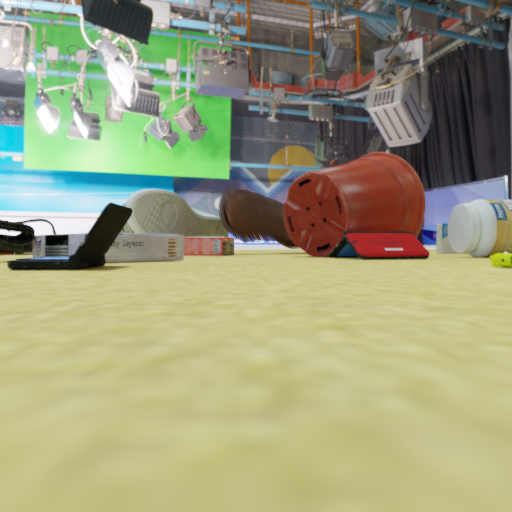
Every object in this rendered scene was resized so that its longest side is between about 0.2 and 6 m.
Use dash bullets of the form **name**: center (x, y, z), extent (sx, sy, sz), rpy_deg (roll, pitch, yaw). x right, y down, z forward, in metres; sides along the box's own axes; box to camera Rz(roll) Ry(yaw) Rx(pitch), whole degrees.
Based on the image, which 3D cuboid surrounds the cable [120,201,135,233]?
- **cable**: center (-2.609, -0.804, 13.662), extent (1.683, 0.583, 1.684), rpy_deg (-26, -33, -17)

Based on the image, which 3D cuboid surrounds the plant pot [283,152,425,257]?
- **plant pot**: center (1.598, -0.798, 9.690), extent (1.855, 1.908, 1.908), rpy_deg (-13, 9, -42)

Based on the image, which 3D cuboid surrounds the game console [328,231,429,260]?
- **game console**: center (1.800, -0.002, 8.326), extent (1.132, 0.672, 0.976), rpy_deg (-1, 33, -17)

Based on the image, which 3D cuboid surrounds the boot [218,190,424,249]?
- **boot**: center (1.455, -0.869, 11.495), extent (3.494, 1.122, 3.256), rpy_deg (-4, -9, 39)

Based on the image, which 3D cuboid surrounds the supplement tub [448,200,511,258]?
- **supplement tub**: center (3.899, -0.440, 9.071), extent (1.304, 0.943, 0.943), rpy_deg (-1, 1, -9)

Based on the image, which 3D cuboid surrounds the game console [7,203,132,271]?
- **game console**: center (-1.714, -0.179, 5.302), extent (0.919, 0.608, 1.045), rpy_deg (0, 1, -1)

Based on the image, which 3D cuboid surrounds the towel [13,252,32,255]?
- **towel**: center (-5.226, -0.193, 11.178), extent (2.090, 0.360, 1.385), rpy_deg (0, 2, -25)

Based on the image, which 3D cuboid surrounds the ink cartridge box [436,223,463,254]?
- **ink cartridge box**: center (4.507, -0.382, 12.375), extent (0.940, 0.680, 0.396), rpy_deg (0, 1, -1)

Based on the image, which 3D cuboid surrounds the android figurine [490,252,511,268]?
- **android figurine**: center (2.607, 0.049, 5.396), extent (0.694, 0.157, 0.763), rpy_deg (-1, 3, -17)

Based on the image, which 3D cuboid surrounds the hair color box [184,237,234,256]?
- **hair color box**: center (-1.048, -0.177, 10.357), extent (1.155, 0.369, 0.641), rpy_deg (2, 1, 18)

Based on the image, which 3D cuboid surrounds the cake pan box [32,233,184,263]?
- **cake pan box**: center (-1.927, -0.110, 7.220), extent (1.395, 0.396, 1.515), rpy_deg (-2, 0, 43)

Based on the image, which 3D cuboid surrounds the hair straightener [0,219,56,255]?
- **hair straightener**: center (-3.267, -0.187, 6.667), extent (0.889, 0.473, 2.310), rpy_deg (-29, -21, 32)

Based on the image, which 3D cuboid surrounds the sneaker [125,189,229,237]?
- **sneaker**: center (-2.161, -0.649, 11.855), extent (1.922, 1.199, 3.259), rpy_deg (7, -6, 26)
